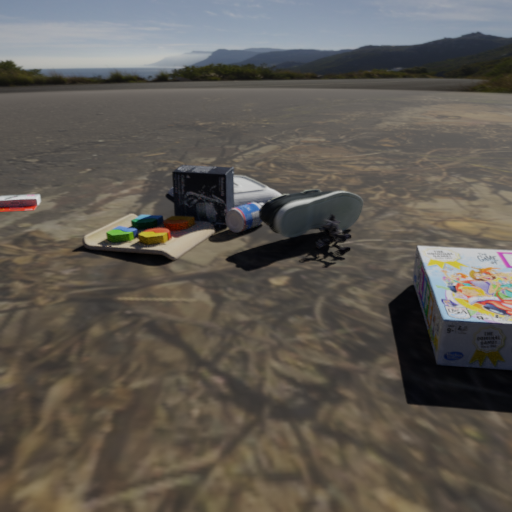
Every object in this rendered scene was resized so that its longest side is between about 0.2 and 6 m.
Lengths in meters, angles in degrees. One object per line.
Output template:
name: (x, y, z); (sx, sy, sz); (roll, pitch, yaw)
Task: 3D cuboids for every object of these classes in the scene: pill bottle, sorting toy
pill bottle: (-0.166, -0.853, 12.039); (0.530, 0.530, 0.944); (17, 26, 37)
sorting toy: (-2.124, -0.485, 11.284); (2.053, 0.374, 1.900); (8, 23, 20)

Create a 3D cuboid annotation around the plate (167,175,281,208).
plate: (-0.776, -1.646, 14.301); (2.399, 0.389, 2.404); (-10, 23, -25)

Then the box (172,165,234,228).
box: (-1.132, -1.306, 12.234); (1.199, 1.220, 0.756); (4, 22, 10)

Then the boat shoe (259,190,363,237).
boat shoe: (1.173, -0.957, 11.451); (2.497, 0.944, 0.753); (-5, 26, -41)

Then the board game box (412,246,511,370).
board game box: (4.333, 0.698, 7.760); (3.897, 0.667, 2.620); (3, 21, 7)

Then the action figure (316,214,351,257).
action figure: (1.437, -0.425, 10.804); (0.533, 0.621, 1.045); (-5, 26, -14)

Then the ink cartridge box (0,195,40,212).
ink cartridge box: (-5.812, -1.285, 13.616); (0.943, 0.205, 0.819); (-4, 20, -10)
